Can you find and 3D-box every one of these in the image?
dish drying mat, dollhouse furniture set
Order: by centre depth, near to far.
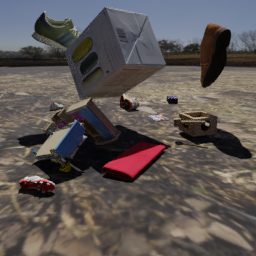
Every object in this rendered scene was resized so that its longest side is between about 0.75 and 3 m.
[{"bbox_3d":[0.248,0.841,7.788,0.890,0.211,2.318,9,17,25],"label":"dish drying mat"},{"bbox_3d":[-1.692,0.553,8.292,2.138,1.478,2.265,-14,35,43],"label":"dollhouse furniture set"}]

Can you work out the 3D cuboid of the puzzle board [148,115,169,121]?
[{"bbox_3d":[1.366,-0.471,12.571,0.641,0.074,0.850,-5,16,-18],"label":"puzzle board"}]

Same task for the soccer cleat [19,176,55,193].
[{"bbox_3d":[-2.000,1.228,6.271,0.888,0.305,0.378,-1,19,15],"label":"soccer cleat"}]

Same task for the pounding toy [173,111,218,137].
[{"bbox_3d":[2.305,-0.051,9.883,1.622,0.742,1.425,-6,17,-20],"label":"pounding toy"}]

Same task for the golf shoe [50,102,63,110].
[{"bbox_3d":[-3.658,-1.147,14.396,0.306,0.371,0.812,11,18,35],"label":"golf shoe"}]

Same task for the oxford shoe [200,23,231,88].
[{"bbox_3d":[3.213,-2.779,10.915,0.977,2.739,0.976,-24,52,-20],"label":"oxford shoe"}]

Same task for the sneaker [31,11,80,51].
[{"bbox_3d":[-2.437,-3.846,11.519,2.741,1.230,0.919,15,30,-23],"label":"sneaker"}]

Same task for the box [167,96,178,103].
[{"bbox_3d":[2.570,-1.656,16.272,0.565,0.316,0.800,-2,16,2],"label":"box"}]

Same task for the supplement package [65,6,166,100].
[{"bbox_3d":[-0.549,-2.601,10.464,2.120,2.136,2.814,-11,-12,-44],"label":"supplement package"}]

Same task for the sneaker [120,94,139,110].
[{"bbox_3d":[0.043,-1.354,14.806,0.715,0.677,1.740,0,23,-23],"label":"sneaker"}]
